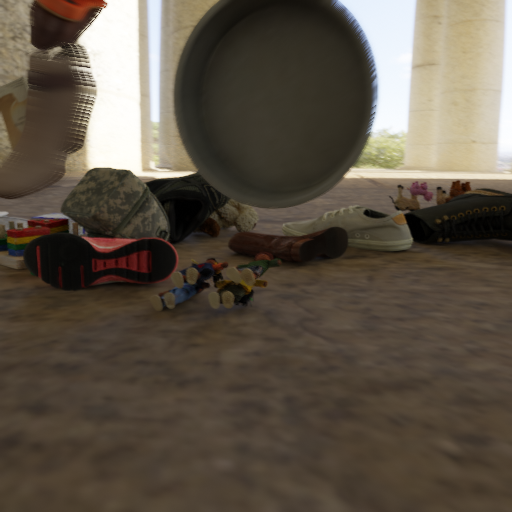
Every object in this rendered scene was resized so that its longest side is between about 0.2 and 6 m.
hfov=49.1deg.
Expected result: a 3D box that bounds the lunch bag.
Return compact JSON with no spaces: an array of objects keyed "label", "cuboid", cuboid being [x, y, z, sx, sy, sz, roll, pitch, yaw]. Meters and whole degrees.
[{"label":"lunch bag","cuboid":[-2.766,-0.836,11.332,1.881,1.311,1.578,9,-28,46]}]

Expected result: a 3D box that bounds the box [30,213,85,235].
[{"label":"box","cuboid":[-4.589,-0.694,12.977,0.860,0.491,0.935,3,11,12]}]

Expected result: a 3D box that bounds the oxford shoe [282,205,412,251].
[{"label":"oxford shoe","cuboid":[1.880,-0.651,11.884,2.953,0.853,1.110,6,15,36]}]

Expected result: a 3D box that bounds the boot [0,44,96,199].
[{"label":"boot","cuboid":[-2.334,-1.562,6.165,0.611,1.272,1.739,16,38,4]}]

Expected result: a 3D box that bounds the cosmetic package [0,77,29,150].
[{"label":"cosmetic package","cuboid":[-4.099,-2.417,10.051,0.714,1.357,0.482,-18,2,15]}]

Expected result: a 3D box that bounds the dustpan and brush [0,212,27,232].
[{"label":"dustpan and brush","cuboid":[-6.562,-0.877,13.653,1.434,0.588,2.055,2,11,12]}]

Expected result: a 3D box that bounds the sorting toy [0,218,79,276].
[{"label":"sorting toy","cuboid":[-4.141,-0.330,10.698,3.885,0.657,1.873,9,14,42]}]

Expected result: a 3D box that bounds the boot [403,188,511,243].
[{"label":"boot","cuboid":[4.721,-0.616,11.479,2.313,1.295,3.344,-14,8,-20]}]

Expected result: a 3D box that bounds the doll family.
[{"label":"doll family","cuboid":[-0.526,0.332,7.277,1.795,0.704,1.038,1,16,20]}]

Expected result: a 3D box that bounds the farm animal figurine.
[{"label":"farm animal figurine","cuboid":[4.989,-1.352,15.259,2.051,1.081,2.074,6,-3,-43]}]

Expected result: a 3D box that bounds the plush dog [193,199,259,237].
[{"label":"plush dog","cuboid":[-0.993,-1.046,13.395,1.469,1.372,1.711,-31,23,-21]}]

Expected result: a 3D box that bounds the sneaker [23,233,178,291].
[{"label":"sneaker","cuboid":[-2.331,0.125,8.576,2.263,0.834,0.982,3,-3,-6]}]

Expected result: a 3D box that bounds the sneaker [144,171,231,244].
[{"label":"sneaker","cuboid":[-2.154,-1.000,12.552,3.085,1.179,1.767,-9,24,32]}]

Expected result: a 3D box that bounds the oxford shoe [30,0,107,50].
[{"label":"oxford shoe","cuboid":[-2.698,-3.419,7.872,0.790,0.805,2.219,30,24,-14]}]

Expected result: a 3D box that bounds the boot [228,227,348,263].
[{"label":"boot","cuboid":[0.599,-0.261,10.753,1.856,0.596,1.730,4,9,43]}]

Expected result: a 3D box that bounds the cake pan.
[{"label":"cake pan","cuboid":[0.238,-2.030,7.275,2.789,2.789,0.511,5,14,22]}]
